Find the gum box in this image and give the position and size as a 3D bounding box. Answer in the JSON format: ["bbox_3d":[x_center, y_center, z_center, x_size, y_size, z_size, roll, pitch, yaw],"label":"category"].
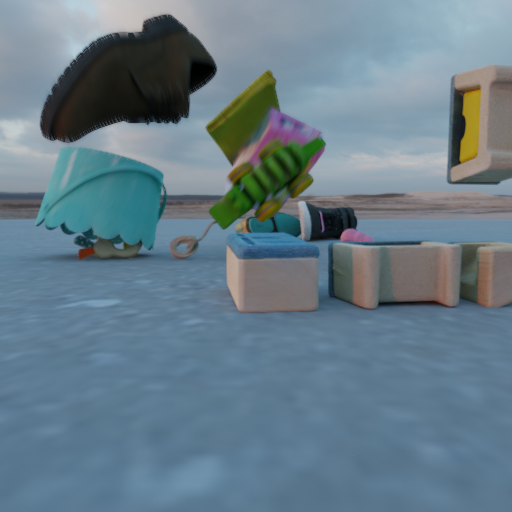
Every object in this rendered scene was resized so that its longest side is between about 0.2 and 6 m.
[{"bbox_3d":[0.295,-1.563,9.445,0.997,0.581,1.757,19,-46,-20],"label":"gum box"}]

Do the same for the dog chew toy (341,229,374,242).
[{"bbox_3d":[1.736,-0.262,9.538,0.569,0.354,0.354,13,11,33],"label":"dog chew toy"}]

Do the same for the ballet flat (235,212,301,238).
[{"bbox_3d":[0.266,-0.635,12.713,0.668,0.668,1.890,4,6,44],"label":"ballet flat"}]

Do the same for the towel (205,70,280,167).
[{"bbox_3d":[-0.087,-2.225,9.778,1.336,0.280,3.105,-43,-4,3],"label":"towel"}]

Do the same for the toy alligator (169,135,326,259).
[{"bbox_3d":[-0.092,-0.809,7.254,2.561,0.760,0.695,-38,-5,-5],"label":"toy alligator"}]

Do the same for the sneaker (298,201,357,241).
[{"bbox_3d":[1.621,-0.792,12.474,1.231,0.878,2.482,-4,-1,11],"label":"sneaker"}]

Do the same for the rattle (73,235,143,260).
[{"bbox_3d":[-2.064,-0.120,7.707,0.983,0.640,0.703,-34,10,-30],"label":"rattle"}]

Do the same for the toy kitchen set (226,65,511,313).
[{"bbox_3d":[0.839,-0.517,4.152,2.069,1.658,1.219,-1,5,-7],"label":"toy kitchen set"}]

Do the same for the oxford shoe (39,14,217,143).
[{"bbox_3d":[-1.239,-1.821,6.027,2.437,1.029,0.886,-48,-6,-38],"label":"oxford shoe"}]

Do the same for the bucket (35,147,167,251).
[{"bbox_3d":[-2.120,-0.772,7.872,1.723,1.121,1.723,11,-3,1],"label":"bucket"}]
